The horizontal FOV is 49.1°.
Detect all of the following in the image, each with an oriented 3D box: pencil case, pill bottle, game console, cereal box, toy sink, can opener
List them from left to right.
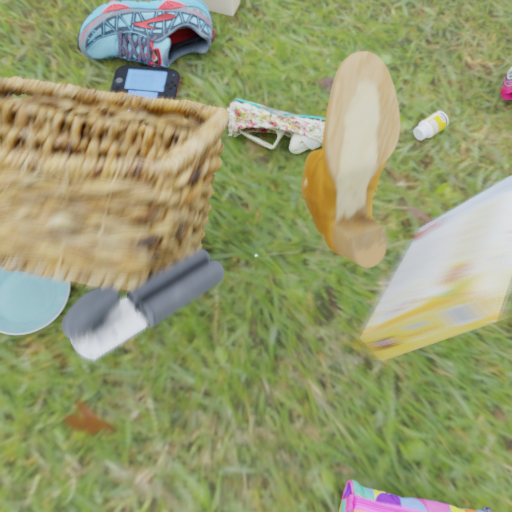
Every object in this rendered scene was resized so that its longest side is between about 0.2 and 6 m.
[{"bbox_3d":[-2.309,-2.788,11.475,0.733,0.438,0.438,19,64,9],"label":"pill bottle"},{"bbox_3d":[-2.398,-3.517,11.978,1.438,0.223,1.272,6,62,3],"label":"game console"},{"bbox_3d":[-1.128,0.401,5.788,1.777,0.594,0.474,-33,55,-27],"label":"can opener"},{"bbox_3d":[-0.923,-6.144,13.105,0.984,0.641,0.551,17,64,10],"label":"toy sink"},{"bbox_3d":[2.233,3.783,7.806,2.147,0.949,0.949,9,63,5],"label":"pencil case"},{"bbox_3d":[3.554,-2.640,11.429,0.680,0.378,0.378,-33,67,-16],"label":"pill bottle"},{"bbox_3d":[2.655,0.132,7.634,0.521,1.898,2.638,45,52,-6],"label":"cereal box"}]

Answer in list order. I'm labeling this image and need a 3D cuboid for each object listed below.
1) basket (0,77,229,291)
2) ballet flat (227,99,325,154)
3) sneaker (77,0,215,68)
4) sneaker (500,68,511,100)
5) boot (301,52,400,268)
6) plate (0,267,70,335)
[{"bbox_3d":[-2.748,-1.274,7.564,4.138,2.954,3.083,12,87,8],"label":"basket"},{"bbox_3d":[0.578,-2.487,11.214,2.519,0.953,0.805,15,93,12],"label":"ballet flat"},{"bbox_3d":[-2.331,-4.715,12.051,2.987,1.185,1.427,-17,64,-8],"label":"sneaker"},{"bbox_3d":[6.232,-3.163,11.465,2.415,0.973,0.902,33,82,24],"label":"sneaker"},{"bbox_3d":[1.075,-1.308,7.564,0.965,2.743,1.963,-10,22,-11],"label":"boot"},{"bbox_3d":[-4.032,0.665,9.818,1.582,0.202,1.582,0,62,0],"label":"plate"}]
